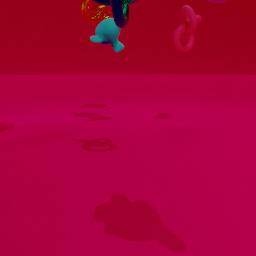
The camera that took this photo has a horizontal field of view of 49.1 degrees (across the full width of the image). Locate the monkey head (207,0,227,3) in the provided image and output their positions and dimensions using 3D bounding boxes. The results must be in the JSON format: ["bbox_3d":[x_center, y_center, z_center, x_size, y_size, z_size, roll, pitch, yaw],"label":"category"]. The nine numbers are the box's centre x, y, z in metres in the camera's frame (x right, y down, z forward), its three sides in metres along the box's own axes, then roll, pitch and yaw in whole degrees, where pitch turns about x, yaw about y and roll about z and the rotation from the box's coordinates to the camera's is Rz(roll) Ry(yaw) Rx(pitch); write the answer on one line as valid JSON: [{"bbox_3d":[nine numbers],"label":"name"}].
[{"bbox_3d":[0.456,-1.055,1.343,0.831,0.696,1.156,13,41,-53],"label":"monkey head"}]

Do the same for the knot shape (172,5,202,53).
[{"bbox_3d":[1.537,-2.628,7.224,0.528,1.142,1.069,18,-24,13],"label":"knot shape"}]

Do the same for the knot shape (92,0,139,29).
[{"bbox_3d":[-0.209,-1.882,3.990,1.050,0.485,0.983,46,1,30],"label":"knot shape"}]

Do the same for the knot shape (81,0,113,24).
[{"bbox_3d":[-0.775,-4.003,9.170,1.327,0.655,1.418,-28,-5,31],"label":"knot shape"}]

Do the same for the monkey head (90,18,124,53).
[{"bbox_3d":[-0.408,-2.297,6.948,1.062,0.764,0.640,-37,-7,-7],"label":"monkey head"}]
